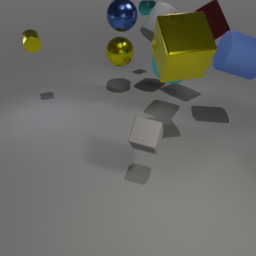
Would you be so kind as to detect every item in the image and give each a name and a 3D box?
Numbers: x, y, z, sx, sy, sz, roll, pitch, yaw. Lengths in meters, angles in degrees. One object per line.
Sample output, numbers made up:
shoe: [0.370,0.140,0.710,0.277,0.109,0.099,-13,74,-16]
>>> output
cylinder: [4.001,-2.591,9.995,1.400,1.400,1.400,15,30,-8]
cylinder: [1.003,-6.077,14.161,0.700,0.700,0.700,26,35,36]
cylinder: [-4.031,-3.643,11.708,0.700,0.700,0.700,-10,46,-17]
cube: [1.591,-2.380,8.331,1.400,1.400,1.400,-8,67,-6]
cylinder: [1.822,-2.639,10.736,1.400,1.400,1.400,16,48,25]
cube: [0.484,0.201,7.304,0.700,0.700,0.700,14,75,14]
ball: [-0.265,-5.058,12.560,1.400,1.400,1.400,0,31,0]
cube: [3.079,-4.238,11.734,1.400,1.400,1.400,-34,13,-18]
cylinder: [1.489,-4.676,12.717,1.400,1.400,1.400,33,2,-1]
ball: [-0.395,-3.701,13.584,1.400,1.400,1.400,0,31,0]
